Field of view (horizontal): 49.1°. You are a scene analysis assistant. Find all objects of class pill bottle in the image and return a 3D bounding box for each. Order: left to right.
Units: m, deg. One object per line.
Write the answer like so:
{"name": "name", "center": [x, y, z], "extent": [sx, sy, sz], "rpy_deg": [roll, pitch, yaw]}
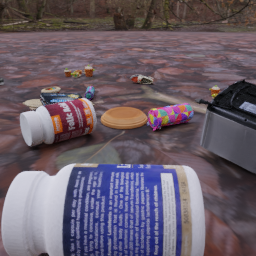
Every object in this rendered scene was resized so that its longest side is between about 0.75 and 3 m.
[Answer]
{"name": "pill bottle", "center": [-1.657, -0.143, 6.720], "extent": [1.611, 0.920, 0.920], "rpy_deg": [-16, 28, -34]}
{"name": "pill bottle", "center": [-0.261, 1.061, 3.421], "extent": [2.146, 1.242, 1.242], "rpy_deg": [1, 23, 1]}

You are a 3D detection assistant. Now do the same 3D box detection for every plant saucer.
{"name": "plant saucer", "center": [-0.112, -0.329, 8.071], "extent": [1.344, 0.252, 1.344], "rpy_deg": [-1, 22, 0]}

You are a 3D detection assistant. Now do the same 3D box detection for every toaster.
{"name": "toaster", "center": [2.522, -0.123, 5.780], "extent": [1.886, 1.119, 1.705], "rpy_deg": [27, 42, 30]}

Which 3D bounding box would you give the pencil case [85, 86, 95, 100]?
{"name": "pencil case", "center": [-1.394, -1.289, 10.236], "extent": [0.327, 0.355, 0.767], "rpy_deg": [0, 24, -4]}

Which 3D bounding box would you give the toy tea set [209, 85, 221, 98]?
{"name": "toy tea set", "center": [3.550, -1.317, 10.222], "extent": [1.112, 0.411, 0.661], "rpy_deg": [-1, 23, -3]}

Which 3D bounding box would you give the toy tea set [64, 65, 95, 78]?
{"name": "toy tea set", "center": [-2.351, -2.787, 13.582], "extent": [1.463, 0.542, 0.870], "rpy_deg": [-10, 25, -22]}

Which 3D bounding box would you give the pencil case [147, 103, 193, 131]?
{"name": "pencil case", "center": [1.161, -0.321, 7.697], "extent": [1.329, 0.587, 0.587], "rpy_deg": [-14, 26, -27]}

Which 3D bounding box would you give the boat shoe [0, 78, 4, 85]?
{"name": "boat shoe", "center": [-5.733, -1.935, 11.856], "extent": [0.331, 0.298, 0.937], "rpy_deg": [17, 28, 35]}

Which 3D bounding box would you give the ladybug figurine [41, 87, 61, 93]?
{"name": "ladybug figurine", "center": [-2.844, -1.332, 10.416], "extent": [0.549, 0.291, 0.808], "rpy_deg": [16, 27, 33]}

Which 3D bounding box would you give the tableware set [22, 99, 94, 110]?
{"name": "tableware set", "center": [-2.216, -0.751, 9.076], "extent": [1.671, 0.232, 2.000], "rpy_deg": [17, 24, 23]}

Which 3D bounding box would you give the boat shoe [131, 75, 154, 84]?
{"name": "boat shoe", "center": [0.607, -2.096, 12.205], "extent": [1.038, 0.369, 0.325], "rpy_deg": [8, 26, 6]}

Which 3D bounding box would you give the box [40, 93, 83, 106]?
{"name": "box", "center": [-1.855, -0.699, 8.333], "extent": [1.261, 0.290, 1.002], "rpy_deg": [-3, 35, -35]}
